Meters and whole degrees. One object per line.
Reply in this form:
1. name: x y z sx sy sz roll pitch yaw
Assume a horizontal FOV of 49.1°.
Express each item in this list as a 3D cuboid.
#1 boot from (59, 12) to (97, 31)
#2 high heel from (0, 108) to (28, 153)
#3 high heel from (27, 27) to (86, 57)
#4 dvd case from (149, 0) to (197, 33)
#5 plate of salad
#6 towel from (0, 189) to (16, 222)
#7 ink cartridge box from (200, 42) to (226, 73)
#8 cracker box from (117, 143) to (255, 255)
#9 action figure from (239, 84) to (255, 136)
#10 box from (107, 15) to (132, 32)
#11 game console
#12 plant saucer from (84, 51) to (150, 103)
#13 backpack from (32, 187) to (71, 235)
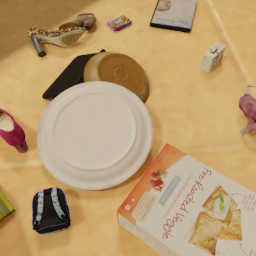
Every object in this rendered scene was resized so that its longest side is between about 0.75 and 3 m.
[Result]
1. boot: -1.811 -3.869 10.244 1.322 0.464 0.966 -1 48 -2
2. high heel: -3.320 -0.193 7.264 0.674 0.959 2.000 -33 61 -21
3. high heel: -2.506 -3.345 9.647 1.892 0.676 1.349 -28 65 -8
4. dvd case: 1.776 -4.463 10.773 1.519 0.187 2.129 12 56 8
5. plate of salad: -0.825 0.141 7.105 2.904 0.697 2.904 0 67 1
6. towel: -3.689 2.228 6.041 2.330 0.210 1.003 -39 60 -24
7. ink cartridge box: 2.704 -2.251 8.943 0.343 0.607 0.827 36 63 23
8. cracker box: 1.532 1.902 5.834 2.984 0.861 1.999 30 60 19
9. action figure: 3.556 -0.253 7.271 1.041 1.157 1.554 0 41 -7
10. box: -0.319 -3.873 10.371 0.784 0.153 0.536 -33 61 -21
11. game console: -1.197 -1.307 8.528 1.830 1.211 2.080 37 59 -11
12. plant saucer: -0.231 -1.451 8.056 2.040 0.361 2.040 9 64 -19
13. backpack: -1.676 1.778 6.092 0.799 0.589 0.875 -13 56 -9
